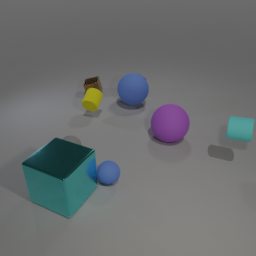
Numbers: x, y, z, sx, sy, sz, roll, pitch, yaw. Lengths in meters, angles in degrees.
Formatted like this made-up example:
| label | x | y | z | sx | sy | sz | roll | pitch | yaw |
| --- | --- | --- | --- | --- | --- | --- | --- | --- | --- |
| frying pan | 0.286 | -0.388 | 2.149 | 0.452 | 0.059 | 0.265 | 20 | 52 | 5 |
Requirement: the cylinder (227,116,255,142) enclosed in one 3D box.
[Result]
| label | x | y | z | sx | sy | sz | roll | pitch | yaw |
| --- | --- | --- | --- | --- | --- | --- | --- | --- | --- |
| cylinder | 3.403 | 0.028 | 8.469 | 0.700 | 0.700 | 0.700 | 9 | 32 | 24 |

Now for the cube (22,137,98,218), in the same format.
| label | x | y | z | sx | sy | sz | roll | pitch | yaw |
| --- | --- | --- | --- | --- | --- | --- | --- | --- | --- |
| cube | -1.818 | 1.325 | 7.774 | 1.400 | 1.400 | 1.400 | 15 | 35 | 23 |

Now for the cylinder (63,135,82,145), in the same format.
| label | x | y | z | sx | sy | sz | roll | pitch | yaw |
| --- | --- | --- | --- | --- | --- | --- | --- | --- | --- |
| cylinder | -1.981 | 0.721 | 9.432 | 0.700 | 0.700 | 0.700 | 3 | 32 | 4 |

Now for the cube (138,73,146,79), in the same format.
| label | x | y | z | sx | sy | sz | roll | pitch | yaw |
| --- | --- | --- | --- | --- | --- | --- | --- | --- | --- |
| cube | 0.431 | -2.120 | 13.623 | 0.700 | 0.700 | 0.700 | -13 | -22 | 34 |

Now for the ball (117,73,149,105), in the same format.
| label | x | y | z | sx | sy | sz | roll | pitch | yaw |
| --- | --- | --- | --- | --- | --- | --- | --- | --- | --- |
| ball | 0.228 | -1.731 | 12.484 | 1.400 | 1.400 | 1.400 | 0 | 31 | 0 |

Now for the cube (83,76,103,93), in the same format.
| label | x | y | z | sx | sy | sz | roll | pitch | yaw |
| --- | --- | --- | --- | --- | --- | --- | --- | --- | --- |
| cube | -1.713 | -2.026 | 13.755 | 0.700 | 0.700 | 0.700 | -11 | 33 | 10 |

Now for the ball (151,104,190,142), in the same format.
| label | x | y | z | sx | sy | sz | roll | pitch | yaw |
| --- | --- | --- | --- | --- | --- | --- | --- | --- | --- |
| ball | 1.535 | -0.177 | 10.217 | 1.400 | 1.400 | 1.400 | 0 | 31 | 0 |

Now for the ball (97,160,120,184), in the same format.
| label | x | y | z | sx | sy | sz | roll | pitch | yaw |
| --- | --- | --- | --- | --- | --- | --- | --- | --- | --- |
| ball | -0.578 | 1.319 | 8.339 | 0.700 | 0.700 | 0.700 | 0 | 31 | 0 |

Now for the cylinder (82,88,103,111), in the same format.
| label | x | y | z | sx | sy | sz | roll | pitch | yaw |
| --- | --- | --- | --- | --- | --- | --- | --- | --- | --- |
| cylinder | -1.474 | -1.168 | 11.576 | 0.700 | 0.700 | 0.700 | 9 | 57 | 14 |
